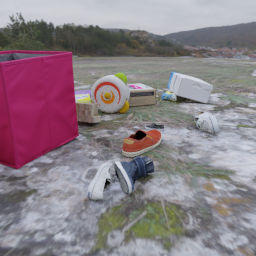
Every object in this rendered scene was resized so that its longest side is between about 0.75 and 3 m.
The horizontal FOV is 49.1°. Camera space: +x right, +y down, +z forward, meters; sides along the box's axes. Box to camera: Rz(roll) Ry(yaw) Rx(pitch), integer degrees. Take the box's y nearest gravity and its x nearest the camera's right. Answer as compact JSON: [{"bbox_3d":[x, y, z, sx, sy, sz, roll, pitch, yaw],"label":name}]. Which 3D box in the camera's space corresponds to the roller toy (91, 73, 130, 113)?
[{"bbox_3d":[-0.835,-1.608,13.407,1.707,1.871,1.308,-5,15,13],"label":"roller toy"}]

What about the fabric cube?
[{"bbox_3d":[-3.666,-0.855,8.997,2.910,2.957,2.966,10,22,25],"label":"fabric cube"}]

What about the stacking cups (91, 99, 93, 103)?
[{"bbox_3d":[-1.560,-1.596,15.329,0.568,0.568,1.876,2,15,5],"label":"stacking cups"}]

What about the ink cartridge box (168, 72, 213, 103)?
[{"bbox_3d":[3.503,-2.384,16.160,1.836,1.070,2.540,13,16,-8],"label":"ink cartridge box"}]

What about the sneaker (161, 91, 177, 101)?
[{"bbox_3d":[2.289,-1.724,15.952,0.644,0.464,1.226,-22,22,-9],"label":"sneaker"}]

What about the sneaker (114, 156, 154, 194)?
[{"bbox_3d":[0.242,1.122,6.975,1.005,0.529,1.390,-6,18,-10],"label":"sneaker"}]

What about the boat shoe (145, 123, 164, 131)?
[{"bbox_3d":[1.048,-0.064,11.011,0.783,0.259,0.274,9,20,24],"label":"boat shoe"}]

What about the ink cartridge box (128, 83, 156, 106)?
[{"bbox_3d":[0.235,-1.870,15.520,1.907,0.869,2.315,-8,19,-19],"label":"ink cartridge box"}]

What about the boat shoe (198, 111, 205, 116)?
[{"bbox_3d":[3.358,-0.608,12.585,0.339,0.307,0.951,1,18,3],"label":"boat shoe"}]

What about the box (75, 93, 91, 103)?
[{"bbox_3d":[-2.584,-1.235,14.084,1.433,0.591,2.442,-4,20,-10],"label":"box"}]

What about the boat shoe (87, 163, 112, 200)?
[{"bbox_3d":[-0.582,1.271,6.692,0.417,0.456,1.268,10,20,10],"label":"boat shoe"}]

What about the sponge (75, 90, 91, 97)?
[{"bbox_3d":[-2.672,-2.074,17.082,1.918,0.286,1.070,-8,19,-24],"label":"sponge"}]

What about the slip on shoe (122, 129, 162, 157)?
[{"bbox_3d":[0.522,0.347,9.193,0.761,0.629,2.054,11,19,34],"label":"slip on shoe"}]

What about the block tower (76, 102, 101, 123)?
[{"bbox_3d":[-2.618,-0.728,11.887,2.886,0.834,0.779,6,8,14],"label":"block tower"}]

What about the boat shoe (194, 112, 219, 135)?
[{"bbox_3d":[2.985,-0.124,10.773,0.656,0.722,1.963,-14,8,7],"label":"boat shoe"}]
